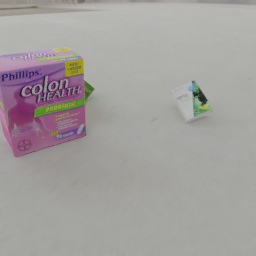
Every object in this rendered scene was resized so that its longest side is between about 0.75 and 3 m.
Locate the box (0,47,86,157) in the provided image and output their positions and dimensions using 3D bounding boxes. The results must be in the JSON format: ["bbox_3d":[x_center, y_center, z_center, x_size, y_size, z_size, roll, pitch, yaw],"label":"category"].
[{"bbox_3d":[-2.019,-0.647,6.536,1.826,2.076,1.004,-17,37,-29],"label":"box"}]

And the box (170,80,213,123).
[{"bbox_3d":[1.799,-0.772,8.006,0.809,0.204,1.121,-24,63,-1],"label":"box"}]

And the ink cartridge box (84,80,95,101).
[{"bbox_3d":[-2.036,-1.661,9.054,0.631,1.231,1.666,-50,52,1],"label":"ink cartridge box"}]
